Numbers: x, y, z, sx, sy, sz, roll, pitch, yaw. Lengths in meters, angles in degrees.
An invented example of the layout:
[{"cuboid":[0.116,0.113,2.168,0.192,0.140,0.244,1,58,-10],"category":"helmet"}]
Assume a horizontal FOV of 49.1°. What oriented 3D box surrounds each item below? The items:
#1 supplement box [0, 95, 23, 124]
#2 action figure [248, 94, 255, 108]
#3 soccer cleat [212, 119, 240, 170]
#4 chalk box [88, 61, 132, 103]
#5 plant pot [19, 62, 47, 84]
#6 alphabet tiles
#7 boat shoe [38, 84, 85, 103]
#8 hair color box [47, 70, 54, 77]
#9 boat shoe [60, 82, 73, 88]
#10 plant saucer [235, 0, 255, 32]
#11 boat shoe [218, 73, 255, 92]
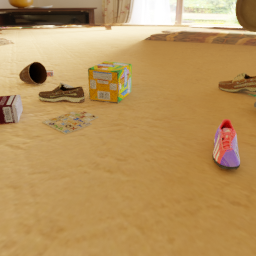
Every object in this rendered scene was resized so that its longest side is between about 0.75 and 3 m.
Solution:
[{"cuboid":[-4.581,-0.564,9.042,2.061,0.627,1.121,-5,25,-10],"category":"supplement box"},{"cuboid":[5.574,-0.829,9.584,2.473,0.676,1.461,0,23,-17],"category":"action figure"},{"cuboid":[2.445,0.383,6.967,0.615,0.660,1.803,6,26,13],"category":"soccer cleat"},{"cuboid":[-0.598,-1.952,11.298,1.264,1.255,2.025,9,26,16],"category":"chalk box"},{"cuboid":[-4.473,-2.445,12.879,1.090,1.019,1.019,-3,19,35],"category":"plant pot"},{"cuboid":[-1.766,-0.237,9.031,1.273,0.057,1.523,21,33,38],"category":"alphabet tiles"},{"cuboid":[-2.561,-1.393,10.777,1.829,0.677,0.676,1,25,3],"category":"boat shoe"},{"cuboid":[-4.222,-2.786,14.296,0.791,0.253,0.438,-3,25,-10],"category":"hair color box"},{"cuboid":[-2.380,-1.516,11.462,0.973,0.415,0.359,18,4,-40],"category":"boat shoe"},{"cuboid":[4.185,-3.885,8.843,0.241,1.638,1.638,-16,29,-38],"category":"plant saucer"},{"cuboid":[4.801,-1.930,11.627,2.032,0.750,0.769,7,26,39],"category":"boat shoe"}]
